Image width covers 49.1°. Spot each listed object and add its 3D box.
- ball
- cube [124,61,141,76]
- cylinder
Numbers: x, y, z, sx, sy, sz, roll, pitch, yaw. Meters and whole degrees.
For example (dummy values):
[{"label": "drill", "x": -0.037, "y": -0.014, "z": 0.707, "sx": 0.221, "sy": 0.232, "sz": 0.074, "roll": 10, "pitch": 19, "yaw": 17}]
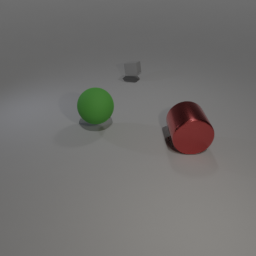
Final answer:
[{"label": "ball", "x": -1.234, "y": -0.841, "z": 10.690, "sx": 1.400, "sy": 1.400, "sz": 1.400, "roll": 0, "pitch": 31, "yaw": 0}, {"label": "cube", "x": 0.263, "y": -3.218, "z": 15.159, "sx": 0.700, "sy": 0.700, "sz": 0.700, "roll": 0, "pitch": 20, "yaw": 21}, {"label": "cylinder", "x": 2.137, "y": -0.026, "z": 9.817, "sx": 1.400, "sy": 1.400, "sz": 1.400, "roll": -1, "pitch": 31, "yaw": -2}]
